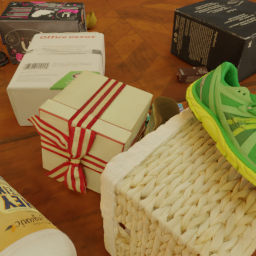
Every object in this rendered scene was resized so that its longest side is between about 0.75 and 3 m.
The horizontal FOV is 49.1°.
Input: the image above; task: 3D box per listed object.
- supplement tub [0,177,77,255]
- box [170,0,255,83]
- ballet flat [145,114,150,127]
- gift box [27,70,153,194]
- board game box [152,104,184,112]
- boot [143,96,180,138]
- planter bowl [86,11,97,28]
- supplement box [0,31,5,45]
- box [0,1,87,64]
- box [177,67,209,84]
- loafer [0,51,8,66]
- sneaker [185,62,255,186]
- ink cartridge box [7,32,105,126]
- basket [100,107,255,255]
[{"bbox_3d":[-1.807,1.818,3.733,2.434,1.758,1.758,28,49,28],"label":"supplement tub"},{"bbox_3d":[3.332,-3.046,9.245,2.708,1.617,2.753,-27,49,-27],"label":"box"},{"bbox_3d":[0.531,-0.232,6.760,1.100,0.370,0.387,-13,70,28],"label":"ballet flat"},{"bbox_3d":[-0.793,0.147,5.617,1.992,1.839,1.860,17,42,12],"label":"gift box"},{"bbox_3d":[1.067,-0.209,7.131,0.811,0.240,1.066,-3,42,-3],"label":"board game box"},{"bbox_3d":[0.595,0.476,5.465,0.678,1.456,1.883,10,43,-5],"label":"boot"},{"bbox_3d":[-1.531,-4.386,11.584,0.338,0.812,0.812,25,32,-30],"label":"planter bowl"},{"bbox_3d":[-3.851,-3.762,10.563,1.718,0.935,0.941,0,42,0],"label":"supplement box"},{"bbox_3d":[-2.688,-3.103,9.303,2.482,1.640,1.424,2,46,1],"label":"box"},{"bbox_3d":[2.007,-1.643,8.669,0.897,0.336,0.449,-5,42,-3],"label":"box"},{"bbox_3d":[-5.247,-2.438,9.224,2.394,0.754,0.860,0,42,0],"label":"loafer"},{"bbox_3d":[1.455,-0.019,3.121,0.809,0.912,2.184,16,33,-43],"label":"sneaker"},{"bbox_3d":[-1.742,-1.471,7.779,2.140,1.236,2.930,0,42,0],"label":"ink cartridge box"},{"bbox_3d":[0.973,1.184,4.120,2.249,2.228,1.808,-33,54,-32],"label":"basket"}]
